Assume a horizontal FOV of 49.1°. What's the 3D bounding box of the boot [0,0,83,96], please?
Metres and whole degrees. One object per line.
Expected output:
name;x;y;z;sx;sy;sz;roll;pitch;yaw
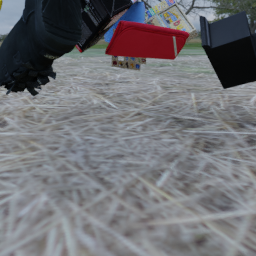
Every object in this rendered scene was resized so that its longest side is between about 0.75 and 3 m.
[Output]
boot;-1.756;-2.097;5.425;1.009;2.726;2.234;11;-23;-38

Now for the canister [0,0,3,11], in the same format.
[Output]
canister;-4.193;-3.268;7.092;1.531;0.663;1.137;28;49;-18

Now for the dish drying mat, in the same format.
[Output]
dish drying mat;0.484;-1.794;5.923;2.002;0.769;0.182;-9;56;-40

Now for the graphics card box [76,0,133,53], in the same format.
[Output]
graphics card box;-1.125;-3.172;7.051;0.728;1.795;2.862;-37;11;-18

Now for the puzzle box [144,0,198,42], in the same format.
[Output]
puzzle box;1.165;-3.292;9.043;1.469;0.281;2.208;-27;50;10

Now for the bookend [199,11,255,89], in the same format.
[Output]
bookend;3.308;-2.241;7.415;2.200;1.020;2.214;-13;-30;29

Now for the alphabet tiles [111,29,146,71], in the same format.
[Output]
alphabet tiles;0.060;-2.176;7.916;1.208;1.010;0.046;-1;7;-37

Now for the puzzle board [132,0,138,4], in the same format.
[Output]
puzzle board;-0.751;-4.130;8.770;1.879;0.163;1.416;32;60;20

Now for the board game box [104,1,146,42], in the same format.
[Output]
board game box;-0.027;-3.452;9.367;0.369;1.499;1.897;10;16;-46
